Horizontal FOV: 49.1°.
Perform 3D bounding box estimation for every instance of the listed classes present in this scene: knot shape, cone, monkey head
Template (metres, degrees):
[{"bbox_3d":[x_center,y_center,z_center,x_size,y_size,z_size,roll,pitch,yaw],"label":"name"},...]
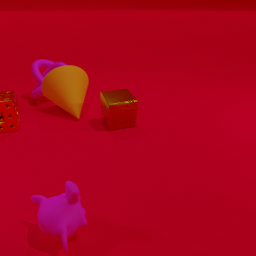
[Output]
[{"bbox_3d":[-2.812,-1.644,9.790,1.662,0.768,1.555,32,76,24],"label":"knot shape"},{"bbox_3d":[-1.749,-0.848,8.703,1.540,1.540,1.546,-11,53,-22],"label":"cone"},{"bbox_3d":[-0.984,1.193,4.063,0.656,0.783,1.088,-22,43,-34],"label":"monkey head"}]

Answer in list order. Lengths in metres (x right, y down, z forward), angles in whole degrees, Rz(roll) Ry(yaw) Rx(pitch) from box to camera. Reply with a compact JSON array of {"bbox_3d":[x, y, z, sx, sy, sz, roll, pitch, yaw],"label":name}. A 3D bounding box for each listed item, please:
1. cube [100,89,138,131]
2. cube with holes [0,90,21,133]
[{"bbox_3d":[-0.271,-0.537,7.935,0.831,0.831,0.831,-10,35,-19],"label":"cube"},{"bbox_3d":[-3.557,-0.454,7.796,0.880,0.880,0.880,-8,26,-13],"label":"cube with holes"}]
